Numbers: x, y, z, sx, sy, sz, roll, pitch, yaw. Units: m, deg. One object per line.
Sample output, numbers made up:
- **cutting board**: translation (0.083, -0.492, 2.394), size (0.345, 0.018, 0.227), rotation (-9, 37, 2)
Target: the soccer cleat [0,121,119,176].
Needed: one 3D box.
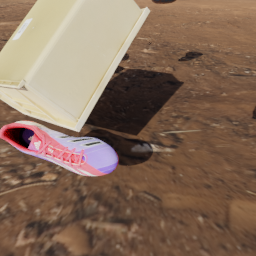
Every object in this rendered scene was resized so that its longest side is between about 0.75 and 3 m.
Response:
- **soccer cleat**: translation (-1.252, 0.372, 5.030), size (2.187, 0.729, 0.836), rotation (18, 4, 18)

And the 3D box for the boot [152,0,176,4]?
- **boot**: translation (1.272, -4.253, 8.777), size (1.518, 0.567, 0.736), rotation (-25, 29, -13)

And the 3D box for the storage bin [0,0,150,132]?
- **storage bin**: translation (-1.468, -1.623, 5.763), size (2.746, 1.296, 2.766), rotation (13, 70, 48)
